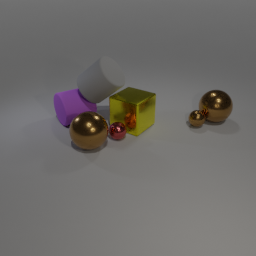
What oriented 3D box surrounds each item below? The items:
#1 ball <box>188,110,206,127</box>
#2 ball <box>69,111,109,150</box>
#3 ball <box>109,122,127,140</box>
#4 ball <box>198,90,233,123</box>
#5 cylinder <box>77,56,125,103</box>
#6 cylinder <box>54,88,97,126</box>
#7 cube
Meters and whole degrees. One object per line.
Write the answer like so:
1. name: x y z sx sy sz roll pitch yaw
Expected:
1. ball: 2.864 -0.399 11.628 0.700 0.700 0.700 0 29 0
2. ball: -1.400 0.093 10.085 1.400 1.400 1.400 0 29 0
3. ball: -0.395 0.102 10.787 0.700 0.700 0.700 0 29 0
4. ball: 3.722 -0.927 11.923 1.400 1.400 1.400 0 29 0
5. cylinder: -1.075 -1.907 11.197 1.400 1.400 1.400 -30 13 32
6. cylinder: -2.252 -0.939 11.927 1.400 1.400 1.400 -18 34 -29
7. cube: 0.195 -0.719 11.544 1.400 1.400 1.400 19 34 30
